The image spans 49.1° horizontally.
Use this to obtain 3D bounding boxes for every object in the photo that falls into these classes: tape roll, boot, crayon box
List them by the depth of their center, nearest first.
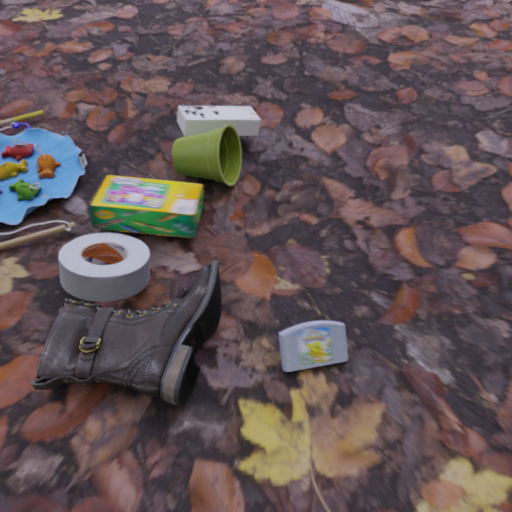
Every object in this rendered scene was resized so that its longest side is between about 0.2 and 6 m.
[{"bbox_3d":[-2.187,1.125,9.925,2.763,1.099,3.174,10,48,12],"label":"boot"},{"bbox_3d":[-2.883,0.184,10.712,1.686,0.557,1.686,6,30,-3],"label":"tape roll"},{"bbox_3d":[-2.258,-1.057,11.817,2.118,0.617,1.258,5,37,0],"label":"crayon box"}]

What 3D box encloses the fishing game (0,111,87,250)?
[{"bbox_3d":[-5.603,-1.981,12.880,3.315,0.720,4.630,-16,51,-10],"label":"fishing game"}]

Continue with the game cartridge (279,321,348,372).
[{"bbox_3d":[1.002,1.545,9.766,1.181,0.788,0.239,-9,6,-10],"label":"game cartridge"}]

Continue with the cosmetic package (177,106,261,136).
[{"bbox_3d":[-0.895,-3.246,13.433,1.859,0.471,0.767,-6,43,-21],"label":"cosmetic package"}]

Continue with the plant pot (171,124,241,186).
[{"bbox_3d":[-1.185,-2.285,12.838,1.310,1.380,1.380,2,48,19],"label":"plant pot"}]
